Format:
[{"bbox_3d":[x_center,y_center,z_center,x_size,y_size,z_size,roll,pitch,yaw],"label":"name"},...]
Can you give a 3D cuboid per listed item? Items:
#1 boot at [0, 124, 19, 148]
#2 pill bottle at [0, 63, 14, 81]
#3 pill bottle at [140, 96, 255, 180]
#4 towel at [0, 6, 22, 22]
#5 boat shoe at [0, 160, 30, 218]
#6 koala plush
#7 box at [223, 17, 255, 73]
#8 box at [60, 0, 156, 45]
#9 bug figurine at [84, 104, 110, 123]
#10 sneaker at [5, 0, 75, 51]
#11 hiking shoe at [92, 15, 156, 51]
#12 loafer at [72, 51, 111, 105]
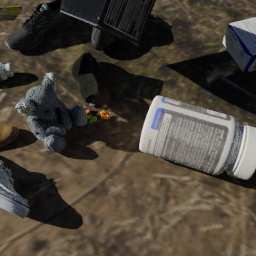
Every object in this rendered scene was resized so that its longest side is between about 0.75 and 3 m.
[{"bbox_3d":[-4.367,0.153,8.082,2.245,0.847,0.826,-5,58,-4],"label":"boot"},{"bbox_3d":[-4.446,-1.859,9.398,1.054,0.573,0.573,-11,60,-7],"label":"pill bottle"},{"bbox_3d":[1.909,0.286,7.529,2.899,1.649,1.649,18,61,10],"label":"pill bottle"},{"bbox_3d":[-3.685,-3.123,7.792,1.344,0.965,0.153,-24,102,-36],"label":"towel"},{"bbox_3d":[-3.586,1.253,7.279,2.885,1.061,0.963,26,67,15],"label":"boat shoe"},{"bbox_3d":[-2.303,-0.523,7.852,1.647,1.792,1.589,29,67,22],"label":"koala plush"},{"bbox_3d":[4.541,-2.986,9.856,1.734,0.910,1.595,-16,62,-10],"label":"box"},{"bbox_3d":[-0.319,-3.736,7.599,1.402,2.257,2.275,29,105,25],"label":"box"},{"bbox_3d":[-1.037,-0.505,8.796,0.739,0.245,0.954,-29,60,-21],"label":"bug figurine"},{"bbox_3d":[-3.308,-3.906,10.295,2.840,1.126,1.071,-40,69,-19],"label":"sneaker"},{"bbox_3d":[-0.153,-3.672,10.176,1.399,1.052,2.779,30,63,20],"label":"hiking shoe"},{"bbox_3d":[-1.194,-1.564,9.181,0.900,0.880,2.466,-36,48,23],"label":"loafer"}]
